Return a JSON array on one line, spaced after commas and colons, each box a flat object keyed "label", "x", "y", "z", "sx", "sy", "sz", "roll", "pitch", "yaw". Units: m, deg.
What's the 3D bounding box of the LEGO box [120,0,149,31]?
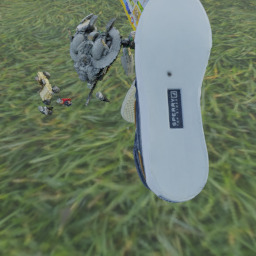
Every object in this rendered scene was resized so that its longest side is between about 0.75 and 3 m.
[{"label": "LEGO box", "x": 0.635, "y": -3.369, "z": 7.320, "sx": 0.828, "sy": 1.599, "sz": 2.147, "roll": -12, "pitch": 69, "yaw": -25}]

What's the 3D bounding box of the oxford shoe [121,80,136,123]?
[{"label": "oxford shoe", "x": 0.450, "y": -0.969, "z": 5.784, "sx": 1.938, "sy": 0.728, "sz": 0.560, "roll": -61, "pitch": 30, "yaw": -5}]

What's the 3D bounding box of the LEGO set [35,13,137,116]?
[{"label": "LEGO set", "x": -0.909, "y": -1.185, "z": 5.126, "sx": 0.800, "sy": 2.824, "sz": 1.834, "roll": 19, "pitch": 37, "yaw": -53}]

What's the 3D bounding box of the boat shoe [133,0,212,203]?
[{"label": "boat shoe", "x": 0.501, "y": -0.451, "z": 4.225, "sx": 1.050, "sy": 1.347, "sz": 2.966, "roll": 4, "pitch": 80, "yaw": -8}]
